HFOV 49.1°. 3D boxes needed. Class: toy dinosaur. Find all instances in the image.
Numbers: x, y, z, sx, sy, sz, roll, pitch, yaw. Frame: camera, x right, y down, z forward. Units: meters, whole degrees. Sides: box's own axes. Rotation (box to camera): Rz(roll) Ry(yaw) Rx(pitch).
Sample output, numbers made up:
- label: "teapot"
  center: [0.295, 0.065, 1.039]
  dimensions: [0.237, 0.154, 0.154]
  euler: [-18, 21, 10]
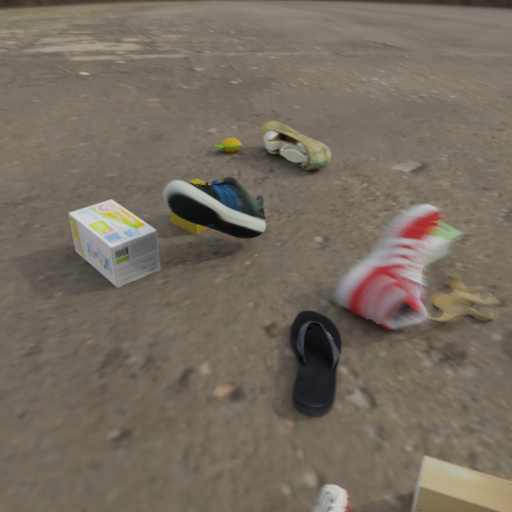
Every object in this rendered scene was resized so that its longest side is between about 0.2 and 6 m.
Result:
- label: "toy dinosaur"
  center: [3.609, 0.863, 9.822]
  dimensions: [1.012, 0.583, 2.001]
  euler: [1, 23, 30]

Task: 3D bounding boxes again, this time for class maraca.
- label: "maraca"
  center: [-0.832, -3.234, 16.445]
  dimensions: [0.801, 0.428, 0.549]
  euler: [-8, 15, -13]

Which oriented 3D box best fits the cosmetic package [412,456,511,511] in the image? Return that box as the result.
- label: "cosmetic package"
  center: [2.470, 2.827, 6.304]
  dimensions: [1.308, 0.688, 0.465]
  euler: [11, 33, 19]

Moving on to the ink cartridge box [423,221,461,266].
- label: "ink cartridge box"
  center: [3.442, -0.253, 11.534]
  dimensions: [1.439, 0.427, 0.747]
  euler: [-23, 42, -31]

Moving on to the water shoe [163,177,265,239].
- label: "water shoe"
  center: [-0.820, -1.120, 11.157]
  dimensions: [0.908, 1.002, 2.540]
  euler: [-13, -25, 37]

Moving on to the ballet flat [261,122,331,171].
- label: "ballet flat"
  center: [0.856, -3.097, 15.785]
  dimensions: [0.980, 0.980, 2.773]
  euler: [-25, 42, -35]

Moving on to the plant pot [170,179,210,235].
- label: "plant pot"
  center: [-1.355, -1.178, 12.599]
  dimensions: [0.910, 0.937, 0.916]
  euler: [26, 41, 35]

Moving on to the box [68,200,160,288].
- label: "box"
  center: [-2.834, -0.295, 11.157]
  dimensions: [1.021, 0.920, 1.815]
  euler: [-25, 39, -34]

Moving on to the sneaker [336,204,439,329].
- label: "sneaker"
  center: [2.667, 0.228, 9.663]
  dimensions: [2.447, 0.872, 1.376]
  euler: [-47, 42, -8]

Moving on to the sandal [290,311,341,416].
- label: "sandal"
  center: [0.949, 1.511, 8.649]
  dimensions: [0.821, 0.462, 2.158]
  euler: [1, 31, 1]

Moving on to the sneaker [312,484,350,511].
- label: "sneaker"
  center: [0.164, 3.145, 5.521]
  dimensions: [1.007, 0.954, 2.452]
  euler: [20, 36, 31]
